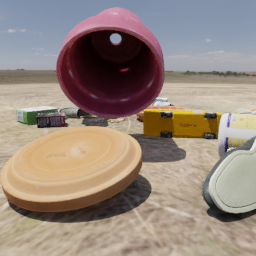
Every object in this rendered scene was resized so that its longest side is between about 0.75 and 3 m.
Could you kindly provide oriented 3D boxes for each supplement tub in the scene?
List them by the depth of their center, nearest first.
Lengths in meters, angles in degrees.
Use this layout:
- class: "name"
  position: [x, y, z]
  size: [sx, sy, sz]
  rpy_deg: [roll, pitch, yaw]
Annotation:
- class: "supplement tub"
  position: [3.354, 0.280, 7.401]
  size: [1.750, 1.272, 1.272]
  rpy_deg: [6, 13, 24]

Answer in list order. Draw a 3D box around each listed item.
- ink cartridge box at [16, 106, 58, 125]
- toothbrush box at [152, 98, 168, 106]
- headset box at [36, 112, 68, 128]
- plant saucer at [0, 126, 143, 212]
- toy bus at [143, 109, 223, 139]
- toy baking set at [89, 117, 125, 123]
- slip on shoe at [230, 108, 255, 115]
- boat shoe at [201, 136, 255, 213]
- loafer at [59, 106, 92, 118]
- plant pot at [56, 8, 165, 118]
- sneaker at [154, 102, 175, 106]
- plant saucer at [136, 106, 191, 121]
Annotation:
- class: "ink cartridge box"
  position: [-4.090, -0.660, 13.451]
  size: [1.116, 0.638, 2.150]
  rpy_deg: [11, 16, 43]
- class: "toothbrush box"
  position: [2.135, -1.692, 18.584]
  size: [0.952, 0.555, 1.301]
  rpy_deg: [3, 11, 11]
- class: "headset box"
  position: [-3.314, -0.365, 12.351]
  size: [1.332, 0.514, 0.991]
  rpy_deg: [-5, 13, -13]
- class: "plant saucer"
  position: [-1.127, 0.605, 5.732]
  size: [2.831, 0.457, 2.831]
  rpy_deg: [-6, 23, 3]
- class: "toy bus"
  position: [2.018, -0.184, 10.497]
  size: [2.877, 0.936, 1.126]
  rpy_deg: [1, 11, 9]
- class: "toy baking set"
  position: [-0.983, -0.458, 13.566]
  size: [1.659, 0.193, 1.273]
  rpy_deg: [3, 12, 12]
- class: "slip on shoe"
  position: [4.925, -0.218, 11.062]
  size: [2.798, 1.064, 0.848]
  rpy_deg: [3, 50, -44]
- class: "boat shoe"
  position: [2.281, 0.932, 5.698]
  size: [2.977, 1.069, 1.007]
  rpy_deg: [-22, -10, -46]
- class: "loafer"
  position: [-2.652, -0.806, 14.251]
  size: [1.732, 0.606, 0.605]
  rpy_deg: [-1, 4, -9]
- class: "plant pot"
  position: [-0.415, -2.254, 8.588]
  size: [2.998, 2.998, 2.684]
  rpy_deg: [1, 44, 4]
- class: "sneaker"
  position: [2.107, -1.275, 16.532]
  size: [1.536, 0.588, 0.620]
  rpy_deg: [-12, 15, -41]
- class: "plant saucer"
  position: [1.716, -0.677, 13.819]
  size: [2.839, 0.531, 2.839]
  rpy_deg: [0, 13, 0]
